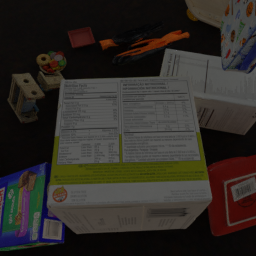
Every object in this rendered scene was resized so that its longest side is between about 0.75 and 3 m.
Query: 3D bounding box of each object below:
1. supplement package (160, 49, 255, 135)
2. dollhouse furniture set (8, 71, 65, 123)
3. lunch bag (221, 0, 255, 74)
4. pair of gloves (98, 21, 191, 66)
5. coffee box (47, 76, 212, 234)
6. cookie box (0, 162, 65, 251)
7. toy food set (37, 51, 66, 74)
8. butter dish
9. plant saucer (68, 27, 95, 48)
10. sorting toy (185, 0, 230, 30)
[{"bbox_3d":[2.399,-1.099,8.655,2.961,1.622,1.684,11,62,6],"label":"supplement package"},{"bbox_3d":[-2.845,-1.039,9.137,1.589,1.120,1.113,-16,59,-42],"label":"dollhouse furniture set"},{"bbox_3d":[2.591,-2.147,5.823,0.789,2.087,1.672,5,67,-2],"label":"lunch bag"},{"bbox_3d":[0.427,-2.973,9.735,2.649,0.368,2.973,-22,34,-7],"label":"pair of gloves"},{"bbox_3d":[0.005,0.777,6.850,2.977,2.972,2.944,-2,61,-1],"label":"coffee box"},{"bbox_3d":[-2.537,1.996,6.895,2.109,0.793,1.804,-20,57,28],"label":"cookie box"},{"bbox_3d":[-2.731,-2.391,10.153,1.000,0.246,1.011,-28,64,-14],"label":"toy food set"},{"bbox_3d":[2.748,1.539,7.437,1.951,1.442,1.946,-13,107,-10],"label":"butter dish"},{"bbox_3d":[-1.787,-3.451,10.783,0.884,0.162,0.885,-16,63,-8],"label":"plant saucer"},{"bbox_3d":[3.931,-5.287,11.151,2.932,1.566,2.639,30,58,16],"label":"sorting toy"}]
